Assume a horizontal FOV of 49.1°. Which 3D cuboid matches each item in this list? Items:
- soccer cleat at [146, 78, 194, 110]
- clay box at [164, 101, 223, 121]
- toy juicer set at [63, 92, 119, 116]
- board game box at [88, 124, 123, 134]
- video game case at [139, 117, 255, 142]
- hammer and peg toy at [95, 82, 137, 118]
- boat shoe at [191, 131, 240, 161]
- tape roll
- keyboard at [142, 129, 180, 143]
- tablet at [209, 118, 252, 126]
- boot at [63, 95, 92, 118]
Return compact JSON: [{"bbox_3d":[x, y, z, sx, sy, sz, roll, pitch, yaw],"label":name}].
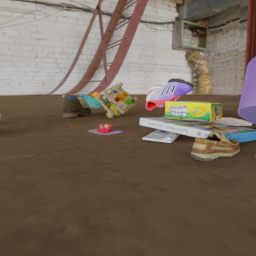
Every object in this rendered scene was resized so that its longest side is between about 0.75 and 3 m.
[{"bbox_3d":[1.212,-0.974,8.530,0.705,0.757,2.067,24,-12,-25],"label":"soccer cleat"},{"bbox_3d":[1.918,-0.510,8.086,1.257,0.521,2.187,5,6,26],"label":"clay box"},{"bbox_3d":[-1.439,-1.277,12.869,2.650,0.721,1.686,17,5,3],"label":"toy juicer set"},{"bbox_3d":[-0.680,0.006,8.148,0.810,0.199,1.025,-6,10,-36],"label":"board game box"},{"bbox_3d":[1.863,-0.006,7.343,1.880,0.234,2.627,-2,11,-42],"label":"video game case"},{"bbox_3d":[-0.480,-1.205,11.809,0.628,1.309,1.780,-47,-4,37],"label":"hammer and peg toy"},{"bbox_3d":[1.687,0.304,5.256,1.244,0.459,0.471,-7,11,-39],"label":"boat shoe"},{"bbox_3d":[4.108,-0.677,6.318,2.906,1.235,2.906,14,-6,1],"label":"tape roll"},{"bbox_3d":[1.066,0.126,7.585,0.697,0.132,2.477,0,7,20],"label":"keyboard"},{"bbox_3d":[2.940,-0.229,9.894,2.324,0.159,1.512,-1,9,-5],"label":"tablet"},{"bbox_3d":[-2.160,-0.987,12.209,0.730,0.947,1.953,1,8,20],"label":"boot"}]
